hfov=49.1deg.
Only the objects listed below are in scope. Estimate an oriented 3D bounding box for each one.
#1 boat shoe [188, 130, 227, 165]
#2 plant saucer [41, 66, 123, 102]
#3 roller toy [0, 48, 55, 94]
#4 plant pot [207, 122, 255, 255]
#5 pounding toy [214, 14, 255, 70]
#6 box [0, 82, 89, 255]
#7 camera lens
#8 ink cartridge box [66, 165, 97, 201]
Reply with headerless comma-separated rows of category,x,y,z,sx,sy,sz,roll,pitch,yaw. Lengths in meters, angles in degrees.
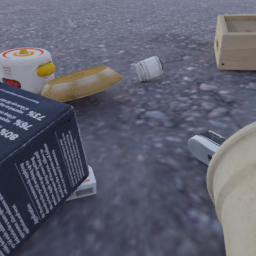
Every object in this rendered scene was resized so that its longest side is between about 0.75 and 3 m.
boat shoe,2.092,0.613,5.460,0.696,0.752,2.037,-28,30,-17
plant saucer,-1.446,-1.364,8.269,2.568,0.455,2.568,-13,20,5
roller toy,-3.302,-1.915,9.136,1.680,1.287,1.841,-11,33,-19
plant pot,1.983,1.489,2.639,2.586,2.586,2.367,9,43,14
pounding toy,4.938,-3.388,11.418,2.590,2.001,2.814,3,40,10
box,-2.378,0.742,4.081,2.194,1.547,2.965,20,45,29
camera lens,0.758,-2.086,9.864,0.874,0.699,0.699,-20,33,-1
ink cartridge box,-1.242,0.868,5.446,1.043,0.322,1.286,-10,35,-16
